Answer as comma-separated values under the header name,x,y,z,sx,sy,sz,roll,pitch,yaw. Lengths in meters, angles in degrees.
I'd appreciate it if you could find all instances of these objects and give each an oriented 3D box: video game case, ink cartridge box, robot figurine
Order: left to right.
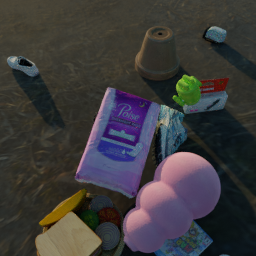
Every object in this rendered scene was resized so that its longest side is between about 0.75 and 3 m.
name,x,y,z,sx,sy,sz,roll,pitch,yaw
video game case,1.361,2.965,7.214,1.361,0.121,0.974,-32,58,-22
robot figurine,1.956,-1.171,8.991,0.676,1.169,1.026,34,81,35
ink cartridge box,2.727,-1.099,9.699,1.457,1.264,0.317,-8,52,-6

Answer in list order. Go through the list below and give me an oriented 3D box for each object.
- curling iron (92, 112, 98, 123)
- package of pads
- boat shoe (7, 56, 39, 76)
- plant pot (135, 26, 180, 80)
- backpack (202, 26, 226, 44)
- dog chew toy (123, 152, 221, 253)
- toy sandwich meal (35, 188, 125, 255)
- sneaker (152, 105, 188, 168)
name,x,y,z,sx,sy,sz,roll,pitch,yaw
curling iron,-0.449,-0.595,9.863,1.773,0.439,0.227,-25,38,-19
package of pads,-0.228,0.416,8.114,1.746,1.096,2.898,18,68,-1
boat shoe,-4.326,-2.633,11.382,1.618,0.532,0.582,32,58,23
plant pot,1.186,-3.054,11.054,1.825,1.591,1.825,-1,51,1
backpack,3.929,-4.208,12.603,0.925,0.586,0.772,32,56,21
dog chew toy,1.009,1.915,7.065,2.811,1.750,1.750,-40,61,-19
toy sandwich meal,-1.188,2.612,7.040,2.393,0.820,2.393,0,52,0
sneaker,1.386,0.274,8.824,1.061,0.954,2.457,12,52,-4
